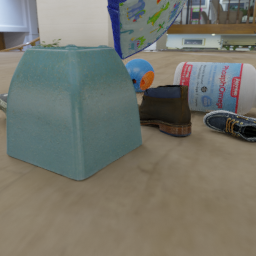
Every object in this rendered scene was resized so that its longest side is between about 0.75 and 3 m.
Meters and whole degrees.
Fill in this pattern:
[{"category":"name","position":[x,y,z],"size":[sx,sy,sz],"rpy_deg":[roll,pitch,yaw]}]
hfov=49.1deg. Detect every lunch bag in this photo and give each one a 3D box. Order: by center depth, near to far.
[{"category":"lunch bag","position":[0.349,-2.720,5.521],"size":[1.476,2.317,1.970],"rpy_deg":[28,-13,10]}]

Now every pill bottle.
[{"category":"pill bottle","position":[2.959,-1.233,8.712],"size":[2.879,1.565,1.565],"rpy_deg":[7,20,22]}]

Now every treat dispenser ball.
[{"category":"treat dispenser ball","position":[0.441,-2.272,12.089],"size":[1.406,1.406,1.406],"rpy_deg":[0,19,0]}]

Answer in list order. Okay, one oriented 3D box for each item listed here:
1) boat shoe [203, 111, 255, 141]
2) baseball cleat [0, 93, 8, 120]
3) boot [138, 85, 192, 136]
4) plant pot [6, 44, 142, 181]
[{"category":"boat shoe","position":[2.589,-0.067,6.822],"size":[1.529,0.541,0.694],"rpy_deg":[10,17,21]},{"category":"baseball cleat","position":[-2.630,-0.717,7.671],"size":[2.552,0.890,1.358],"rpy_deg":[15,54,38]},{"category":"boot","position":[0.725,-0.691,7.624],"size":[0.943,1.224,2.525],"rpy_deg":[-16,24,-38]},{"category":"plant pot","position":[-1.095,-0.567,5.777],"size":[2.147,2.193,2.153],"rpy_deg":[13,23,31]}]
